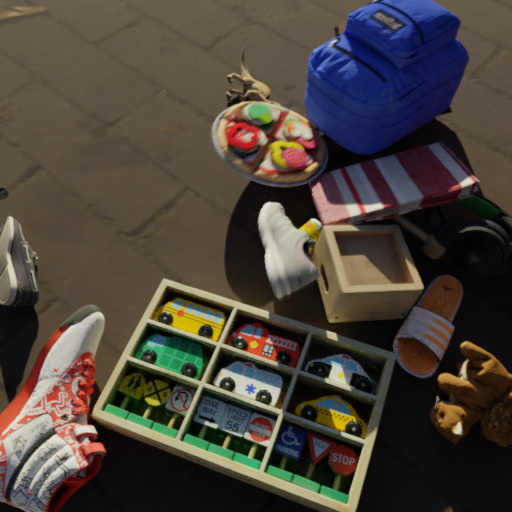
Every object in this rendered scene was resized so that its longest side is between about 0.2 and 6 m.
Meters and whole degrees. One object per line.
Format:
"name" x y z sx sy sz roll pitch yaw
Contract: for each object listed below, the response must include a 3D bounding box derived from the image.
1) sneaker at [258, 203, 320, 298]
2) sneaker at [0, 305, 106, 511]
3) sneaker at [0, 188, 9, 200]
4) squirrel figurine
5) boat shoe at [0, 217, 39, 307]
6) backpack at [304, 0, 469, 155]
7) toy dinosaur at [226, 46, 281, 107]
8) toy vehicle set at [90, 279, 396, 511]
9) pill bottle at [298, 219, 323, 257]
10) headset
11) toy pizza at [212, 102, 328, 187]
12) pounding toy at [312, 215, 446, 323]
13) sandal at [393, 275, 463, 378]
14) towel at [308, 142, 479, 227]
"sneaker" 0.533 -0.148 8.826 0.815 0.743 1.988 -14 43 4
"sneaker" -2.549 2.140 7.787 1.497 0.933 2.793 25 65 14
"sneaker" -5.512 -1.436 9.918 2.360 1.311 3.374 6 67 2
"squirrel figurine" 3.123 2.115 7.835 1.314 0.930 1.227 29 69 20
"boat shoe" -3.995 0.111 9.402 0.563 0.652 1.794 17 39 -41
"backpack" 2.246 -3.477 10.523 2.772 2.327 2.253 -36 59 -19
"toy dinosaur" -0.175 -3.548 11.711 0.928 0.534 1.836 -18 66 -29
"toy vehicle set" -0.119 1.947 8.143 3.782 0.501 2.350 17 59 10
"pill bottle" 0.780 -0.171 9.460 0.883 0.490 0.490 -40 65 -11
"headset" 3.782 -0.004 9.092 1.654 1.259 2.679 -9 50 -33
"toy pizza" 0.300 -2.165 10.334 2.216 0.351 2.216 8 52 -11
"pounding toy" 2.047 0.069 9.128 2.094 0.958 1.840 -1 53 -13
"sandal" 2.740 0.954 8.733 0.744 0.557 1.943 25 61 15
"towel" 2.243 -1.209 9.621 2.543 0.289 1.832 -15 34 5
